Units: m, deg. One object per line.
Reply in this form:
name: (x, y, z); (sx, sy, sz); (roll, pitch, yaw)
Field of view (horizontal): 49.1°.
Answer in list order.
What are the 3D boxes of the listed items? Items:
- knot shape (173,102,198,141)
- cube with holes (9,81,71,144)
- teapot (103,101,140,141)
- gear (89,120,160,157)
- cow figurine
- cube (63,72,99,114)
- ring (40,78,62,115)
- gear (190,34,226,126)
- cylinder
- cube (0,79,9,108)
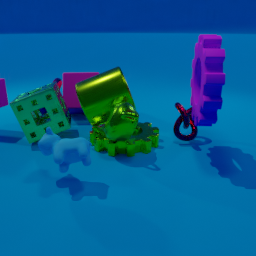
knot shape: (1.606, -0.148, 7.734); (0.509, 1.030, 1.101); (-1, -10, 38)
cube with holes: (-2.412, -0.483, 7.982); (1.196, 1.196, 1.196); (-21, 20, -3)
teapot: (-0.117, -0.096, 6.988); (0.813, 1.032, 1.659); (25, -20, -10)
gear: (-0.090, 0.224, 7.849); (1.919, 0.355, 1.919); (0, 21, 0)
cow figurine: (-1.275, 0.379, 5.707); (1.076, 0.591, 1.059); (-14, 44, -2)
cube: (-1.567, -1.176, 9.769); (1.213, 1.213, 1.213); (-1, -6, -3)
ring: (-2.733, -1.032, 9.723); (0.313, 1.566, 1.566); (28, 13, -18)
gear: (1.770, -1.068, 6.416); (0.374, 2.024, 2.024); (2, 21, 4)
cylinder: (-0.600, -0.859, 7.785); (1.319, 1.319, 1.319); (-22, 22, 2)
cube: (-4.135, -0.989, 8.171); (0.813, 0.813, 0.813); (2, 17, 14)
